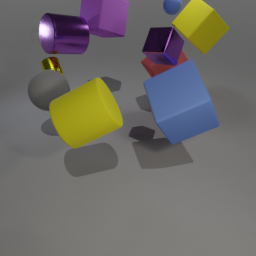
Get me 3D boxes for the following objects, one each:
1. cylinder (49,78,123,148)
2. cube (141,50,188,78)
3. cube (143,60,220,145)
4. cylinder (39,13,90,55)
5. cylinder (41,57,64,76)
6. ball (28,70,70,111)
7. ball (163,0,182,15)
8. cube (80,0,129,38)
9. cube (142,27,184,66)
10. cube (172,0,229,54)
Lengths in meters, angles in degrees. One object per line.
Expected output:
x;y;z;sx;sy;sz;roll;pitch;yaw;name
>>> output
-1.054;-0.377;7.250;1.400;1.400;1.400;-26;30;10;cylinder
1.588;-2.430;11.241;1.400;1.400;1.400;-37;25;5;cube
1.419;-0.641;7.451;1.400;1.400;1.400;-23;55;14;cube
-2.370;-3.467;10.430;1.400;1.400;1.400;-10;31;-38;cylinder
-2.900;-2.251;10.729;0.700;0.700;0.700;-21;-8;-3;cylinder
-2.684;-1.274;9.554;1.400;1.400;1.400;0;32;0;ball
1.686;-4.670;10.640;0.700;0.700;0.700;0;32;0;ball
-0.996;-4.536;11.371;1.400;1.400;1.400;15;11;43;cube
0.905;-2.080;7.161;0.700;0.700;0.700;15;-7;38;cube
2.964;-4.195;11.521;1.400;1.400;1.400;22;30;-43;cube
